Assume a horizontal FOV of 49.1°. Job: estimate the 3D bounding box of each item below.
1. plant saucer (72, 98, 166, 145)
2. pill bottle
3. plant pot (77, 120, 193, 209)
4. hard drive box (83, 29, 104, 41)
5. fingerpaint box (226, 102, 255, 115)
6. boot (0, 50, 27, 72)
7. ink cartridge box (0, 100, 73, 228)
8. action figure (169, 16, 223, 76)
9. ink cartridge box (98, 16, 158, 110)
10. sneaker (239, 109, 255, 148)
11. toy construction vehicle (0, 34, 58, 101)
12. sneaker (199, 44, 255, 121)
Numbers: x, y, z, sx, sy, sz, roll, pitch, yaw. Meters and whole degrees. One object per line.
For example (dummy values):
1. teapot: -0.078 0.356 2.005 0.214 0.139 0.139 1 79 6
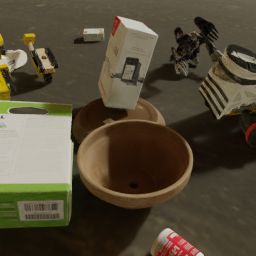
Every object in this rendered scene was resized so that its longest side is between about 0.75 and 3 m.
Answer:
1. plant saucer: -0.233 -0.200 7.451 2.491 0.367 2.491 0 38 0
2. pill bottle: 0.848 2.046 4.368 0.911 0.511 0.511 30 46 33
3. plant pot: 0.120 0.834 5.556 2.165 0.999 2.165 1 38 0
4. hard drive box: -1.546 -4.232 12.726 0.906 0.348 0.706 -3 37 -3
5. fingerpaint box: 3.328 -1.083 7.774 1.569 1.309 0.575 -4 29 -7
6. boot: -4.628 -2.269 9.965 0.928 0.747 2.055 9 30 23
7. ink cartridge box: -2.108 0.565 5.680 1.972 1.011 2.668 2 37 -10
8. action figure: 2.284 -2.641 9.736 1.739 1.493 2.926 -26 -5 10
9. ink cartridge box: -0.090 -1.698 7.368 0.844 2.024 1.470 8 29 -19
10. sneaker: 3.908 -0.219 7.042 2.409 0.852 1.177 -8 40 -9
11. toy construction vehicle: -3.652 -2.051 9.163 2.283 0.923 2.622 -21 65 -29
12. sneaker: 2.874 -0.962 6.916 2.906 1.672 1.097 6 51 -32
